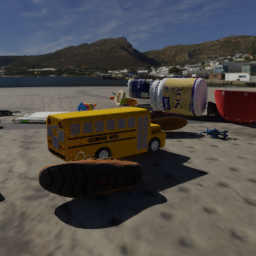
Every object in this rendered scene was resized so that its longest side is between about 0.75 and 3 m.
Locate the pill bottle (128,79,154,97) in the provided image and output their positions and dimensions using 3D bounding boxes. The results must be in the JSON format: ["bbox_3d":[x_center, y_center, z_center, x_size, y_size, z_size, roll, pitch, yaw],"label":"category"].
[{"bbox_3d":[1.526,-3.608,25.374,2.882,1.600,1.600,1,11,6],"label":"pill bottle"}]

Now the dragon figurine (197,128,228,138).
[{"bbox_3d":[2.759,0.164,9.044,0.963,0.283,0.479,-2,11,-15],"label":"dragon figurine"}]

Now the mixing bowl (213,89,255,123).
[{"bbox_3d":[4.825,-0.946,11.946,2.421,1.311,2.421,2,9,0],"label":"mixing bowl"}]

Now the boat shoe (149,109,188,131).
[{"bbox_3d":[1.010,-0.347,9.887,2.151,0.757,0.756,-1,48,-13],"label":"boat shoe"}]

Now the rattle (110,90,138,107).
[{"bbox_3d":[-0.252,-1.556,14.894,0.981,0.894,1.374,-10,6,-25],"label":"rattle"}]

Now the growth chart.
[{"bbox_3d":[-3.718,-0.549,12.939,1.993,0.244,2.754,3,11,11],"label":"growth chart"}]

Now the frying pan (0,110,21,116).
[{"bbox_3d":[-6.085,-0.785,14.211,1.484,0.241,0.897,0,11,-8],"label":"frying pan"}]

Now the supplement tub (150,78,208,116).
[{"bbox_3d":[2.575,-1.602,14.165,2.532,1.841,1.841,5,12,28],"label":"supplement tub"}]

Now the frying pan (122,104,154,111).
[{"bbox_3d":[0.746,-1.183,15.906,2.460,0.400,1.488,-6,11,-21],"label":"frying pan"}]

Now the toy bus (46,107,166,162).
[{"bbox_3d":[-0.388,0.143,6.779,2.954,1.156,0.961,-9,14,-38],"label":"toy bus"}]

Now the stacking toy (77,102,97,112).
[{"bbox_3d":[-1.880,-0.998,13.594,0.575,0.608,1.047,44,41,19],"label":"stacking toy"}]

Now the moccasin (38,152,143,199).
[{"bbox_3d":[-0.631,0.773,4.831,1.783,0.652,0.688,-6,11,-29],"label":"moccasin"}]

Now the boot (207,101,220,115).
[{"bbox_3d":[4.926,-0.947,13.834,1.739,0.692,1.998,7,10,34],"label":"boot"}]
